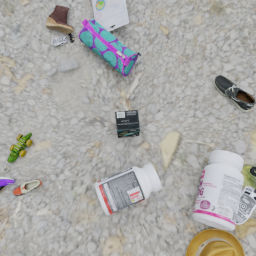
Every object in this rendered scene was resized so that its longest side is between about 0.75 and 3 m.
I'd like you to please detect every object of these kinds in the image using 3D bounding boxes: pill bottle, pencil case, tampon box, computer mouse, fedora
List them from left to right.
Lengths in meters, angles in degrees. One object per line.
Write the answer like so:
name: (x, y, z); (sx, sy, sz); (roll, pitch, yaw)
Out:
computer mouse: (-2.657, -3.561, 11.368); (0.908, 0.199, 0.498); (-25, 81, -13)
pencil case: (-0.740, -3.104, 10.741); (2.454, 1.134, 1.044); (41, 89, 12)
tampon box: (-0.013, -0.125, 9.932); (0.814, 1.086, 0.686); (-5, 74, -1)
pill bottle: (0.014, 1.980, 9.305); (2.015, 1.167, 1.167); (-22, 76, -6)
fedora: (2.847, 4.235, 8.851); (2.055, 0.838, 2.055); (0, 74, -1)
pill bottle: (3.008, 2.001, 9.176); (1.315, 1.315, 2.320); (18, 69, 5)
computer mouse: (4.063, 2.365, 9.467); (1.094, 0.438, 1.995); (41, 92, 18)

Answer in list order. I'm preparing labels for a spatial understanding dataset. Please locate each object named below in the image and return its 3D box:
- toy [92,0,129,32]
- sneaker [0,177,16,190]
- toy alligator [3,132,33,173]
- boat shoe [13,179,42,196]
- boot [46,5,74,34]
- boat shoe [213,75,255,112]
toy: (-0.706, -5.186, 11.443); (1.481, 0.607, 2.572); (-12, 87, 27)
sneaker: (-4.531, 2.029, 9.701); (1.308, 0.455, 0.650); (-5, 80, 3)
toy alligator: (-3.981, 0.842, 10.018); (0.557, 0.404, 1.680); (25, 76, 7)
boat shoe: (-3.514, 2.066, 9.718); (1.063, 0.333, 0.378); (-21, 77, -4)
boot: (-2.628, -4.478, 11.401); (1.342, 0.485, 1.116); (18, 74, 17)
boat shoe: (4.020, -1.409, 10.556); (0.646, 0.608, 1.799); (-42, 77, -9)
